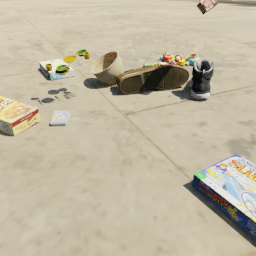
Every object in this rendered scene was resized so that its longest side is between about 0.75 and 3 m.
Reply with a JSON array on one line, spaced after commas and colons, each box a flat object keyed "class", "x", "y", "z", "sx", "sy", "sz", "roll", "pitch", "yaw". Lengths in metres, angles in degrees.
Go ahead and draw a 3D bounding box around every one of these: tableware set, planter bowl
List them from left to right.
[{"class": "tableware set", "x": -2.104, "y": -2.383, "z": 9.988, "sx": 1.699, "sy": 0.261, "sz": 1.145, "roll": -27, "pitch": 45, "yaw": -18}, {"class": "planter bowl", "x": -0.749, "y": -2.405, "z": 11.633, "sx": 1.333, "sy": 0.897, "sz": 1.333, "roll": -23, "pitch": 39, "yaw": 21}]

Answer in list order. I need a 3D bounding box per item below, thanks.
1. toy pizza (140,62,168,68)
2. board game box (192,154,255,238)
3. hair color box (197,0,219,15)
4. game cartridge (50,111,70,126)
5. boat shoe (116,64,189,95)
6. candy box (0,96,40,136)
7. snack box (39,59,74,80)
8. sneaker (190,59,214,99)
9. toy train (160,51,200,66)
[{"class": "toy pizza", "x": 1.440, "y": -2.836, "z": 13.220, "sx": 1.768, "sy": 0.280, "sz": 1.768, "roll": 0, "pitch": 30, "yaw": 0}, {"class": "board game box", "x": 2.641, "y": 1.434, "z": 5.870, "sx": 1.466, "sy": 0.373, "sz": 2.165, "roll": -18, "pitch": 35, "yaw": -28}, {"class": "hair color box", "x": 2.640, "y": -4.098, "z": 9.265, "sx": 0.756, "sy": 0.384, "sz": 0.231, "roll": -41, "pitch": 4, "yaw": -28}, {"class": "game cartridge", "x": -2.175, "y": -0.332, "z": 9.103, "sx": 0.567, "sy": 0.177, "sz": 0.852, "roll": -6, "pitch": 31, "yaw": -1}, {"class": "boat shoe", "x": 0.958, "y": -2.106, "z": 11.221, "sx": 2.926, "sy": 1.053, "sz": 0.995, "roll": -7, "pitch": 32, "yaw": -13}, {"class": "candy box", "x": -3.855, "y": -0.424, "z": 8.885, "sx": 1.853, "sy": 0.513, "sz": 1.070, "roll": 17, "pitch": 36, "yaw": 26}, {"class": "snack box", "x": -3.333, "y": -2.745, "z": 12.995, "sx": 1.090, "sy": 0.348, "sz": 1.876, "roll": -16, "pitch": 34, "yaw": -25}, {"class": "sneaker", "x": 2.916, "y": -2.103, "z": 10.955, "sx": 0.870, "sy": 1.312, "sz": 2.305, "roll": 6, "pitch": 31, "yaw": 9}, {"class": "toy train", "x": 2.736, "y": -3.646, "z": 14.305, "sx": 2.100, "sy": 0.584, "sz": 1.577, "roll": 0, "pitch": 31, "yaw": 1}]
